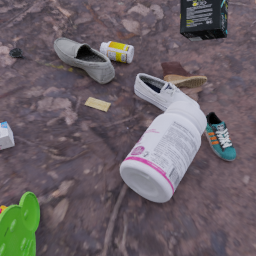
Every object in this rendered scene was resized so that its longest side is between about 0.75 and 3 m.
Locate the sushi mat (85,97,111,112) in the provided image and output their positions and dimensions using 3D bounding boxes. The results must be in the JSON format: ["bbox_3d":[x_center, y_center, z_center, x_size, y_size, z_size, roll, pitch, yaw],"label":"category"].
[{"bbox_3d":[-1.029,-0.813,9.574,0.839,0.051,0.401,18,55,13],"label":"sushi mat"}]

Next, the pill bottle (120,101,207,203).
[{"bbox_3d":[1.061,0.551,7.634,1.485,1.485,2.619,27,56,19],"label":"pill bottle"}]

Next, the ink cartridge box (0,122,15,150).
[{"bbox_3d":[-3.924,0.287,8.412,0.786,0.568,0.578,-17,55,-12],"label":"ink cartridge box"}]

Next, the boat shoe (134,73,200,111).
[{"bbox_3d":[1.263,-1.115,9.339,2.394,0.782,0.881,23,56,16],"label":"boat shoe"}]

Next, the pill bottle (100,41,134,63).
[{"bbox_3d":[-0.429,-2.936,10.795,1.223,0.668,0.668,15,54,11],"label":"pill bottle"}]

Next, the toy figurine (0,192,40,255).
[{"bbox_3d":[-3.415,2.557,6.268,2.224,1.814,2.416,-8,31,5],"label":"toy figurine"}]

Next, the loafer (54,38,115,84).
[{"bbox_3d":[-1.670,-2.730,10.408,2.952,1.030,1.032,33,59,22],"label":"loafer"}]

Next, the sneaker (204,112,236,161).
[{"bbox_3d":[2.741,0.217,8.415,0.578,0.647,1.620,-16,54,-12],"label":"sneaker"}]

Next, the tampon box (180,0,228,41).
[{"bbox_3d":[1.899,-3.066,6.922,0.975,1.544,1.157,2,6,27],"label":"tampon box"}]

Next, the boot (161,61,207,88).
[{"bbox_3d":[2.007,-2.037,10.189,1.501,0.543,1.249,-7,55,-1],"label":"boot"}]

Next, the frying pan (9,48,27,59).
[{"bbox_3d":[-4.294,-2.945,11.138,0.892,0.145,0.539,15,55,9],"label":"frying pan"}]
